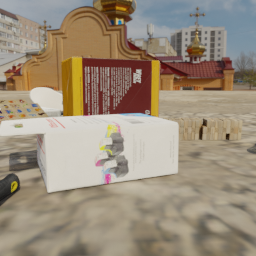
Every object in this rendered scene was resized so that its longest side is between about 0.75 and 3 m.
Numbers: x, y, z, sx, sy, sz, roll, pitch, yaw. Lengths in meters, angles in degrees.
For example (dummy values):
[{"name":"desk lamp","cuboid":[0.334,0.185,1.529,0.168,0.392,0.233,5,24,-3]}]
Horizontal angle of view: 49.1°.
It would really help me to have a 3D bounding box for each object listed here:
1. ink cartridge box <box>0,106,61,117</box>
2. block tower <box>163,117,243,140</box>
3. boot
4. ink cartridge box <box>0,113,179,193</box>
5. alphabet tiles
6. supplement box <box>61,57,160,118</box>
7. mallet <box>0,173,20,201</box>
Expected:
[{"name":"ink cartridge box","cuboid":[-3.359,-0.382,8.670,1.984,0.432,1.722,-8,11,-40]},{"name":"block tower","cuboid":[1.593,0.016,6.130,1.633,0.472,0.441,2,9,0]},{"name":"boot","cuboid":[-2.741,-0.955,10.717,2.224,0.809,1.005,16,-7,-34]},{"name":"ink cartridge box","cuboid":[-0.542,0.246,3.772,2.124,0.720,1.223,-4,10,-22]},{"name":"alphabet tiles","cuboid":[-2.958,-0.385,7.707,1.400,0.063,1.675,-8,36,-40]},{"name":"supplement box","cuboid":[-0.361,-0.492,5.488,1.654,1.631,1.098,-4,10,-22]},{"name":"mallet","cuboid":[-1.251,0.751,1.972,0.465,0.743,2.257,2,-6,-1]}]
